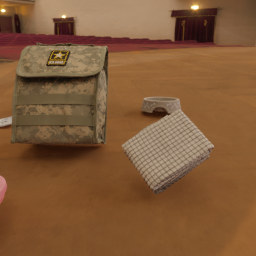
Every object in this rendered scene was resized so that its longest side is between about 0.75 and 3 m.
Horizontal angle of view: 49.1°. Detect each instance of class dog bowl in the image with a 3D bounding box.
[{"bbox_3d":[1.167,-0.827,9.866,1.424,0.418,1.424,0,12,0],"label":"dog bowl"}]

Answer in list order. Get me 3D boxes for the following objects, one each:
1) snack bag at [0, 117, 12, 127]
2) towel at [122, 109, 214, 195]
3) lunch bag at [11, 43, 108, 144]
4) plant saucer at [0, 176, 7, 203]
[{"bbox_3d":[-3.772,-0.196,8.778,0.752,0.085,0.798,-13,22,-1],"label":"snack bag"},{"bbox_3d":[0.726,0.416,5.180,1.351,0.578,1.119,-33,55,-6],"label":"towel"},{"bbox_3d":[-1.551,-0.865,6.795,2.080,2.536,1.491,1,-4,5],"label":"lunch bag"},{"bbox_3d":[-2.638,1.250,4.072,1.750,0.444,1.750,-12,13,3],"label":"plant saucer"}]
